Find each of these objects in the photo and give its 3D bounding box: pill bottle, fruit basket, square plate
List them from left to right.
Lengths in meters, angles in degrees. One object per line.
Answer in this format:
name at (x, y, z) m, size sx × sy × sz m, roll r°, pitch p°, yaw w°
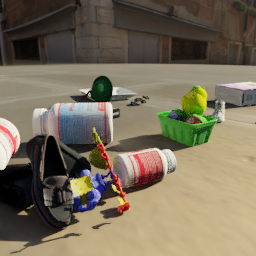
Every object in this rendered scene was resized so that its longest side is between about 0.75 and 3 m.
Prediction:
pill bottle at (-3.563, 0.582, 6.956) m, size 1.258 × 1.258 × 2.241 m, roll -2°, pitch 16°, yaw -8°
pill bottle at (-1.757, -0.146, 9.225) m, size 2.485 × 1.351 × 1.351 m, roll -1°, pitch 17°, yaw -5°
square plate at (-1.330, -2.134, 17.608) m, size 2.928 × 0.416 × 2.900 m, roll -7°, pitch 17°, yaw -22°
pill bottle at (0.413, 0.913, 6.682) m, size 1.397 × 0.784 × 0.784 m, roll -8°, pitch 18°, yaw -25°
fruit basket at (2.067, -0.503, 9.620) m, size 1.428 × 1.980 × 1.980 m, roll -11°, pitch 20°, yaw -32°

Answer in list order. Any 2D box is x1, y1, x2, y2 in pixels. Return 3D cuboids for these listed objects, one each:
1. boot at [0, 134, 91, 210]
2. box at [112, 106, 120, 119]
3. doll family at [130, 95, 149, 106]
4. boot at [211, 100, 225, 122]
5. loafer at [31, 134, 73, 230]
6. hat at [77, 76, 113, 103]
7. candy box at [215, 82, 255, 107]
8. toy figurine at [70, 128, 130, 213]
boot at (-2.301, 0.892, 6.510) m, size 2.339 × 0.893 × 1.965 m, roll 20°, pitch 21°, yaw 35°
box at (-1.631, -0.671, 12.602) m, size 2.055 × 0.455 × 1.646 m, roll -15°, pitch 22°, yaw -42°
doll family at (0.617, -1.519, 15.526) m, size 1.145 × 0.449 × 0.662 m, roll -10°, pitch 24°, yaw -21°
boot at (4.011, -0.797, 12.456) m, size 0.595 × 0.773 × 1.617 m, roll 4°, pitch 17°, yaw 15°
loafer at (-1.461, 0.948, 5.377) m, size 0.695 × 0.609 × 1.932 m, roll 8°, pitch 41°, yaw -38°
hat at (-1.865, -1.884, 14.736) m, size 1.506 × 1.818 × 1.600 m, roll 20°, pitch 17°, yaw 32°
candy box at (6.833, -2.000, 16.186) m, size 2.672 × 0.956 × 2.242 m, roll -7°, pitch 18°, yaw -21°
toy figurine at (-0.903, 1.022, 5.790) m, size 1.237 × 1.089 × 2.065 m, roll -23°, pitch 36°, yaw -9°
